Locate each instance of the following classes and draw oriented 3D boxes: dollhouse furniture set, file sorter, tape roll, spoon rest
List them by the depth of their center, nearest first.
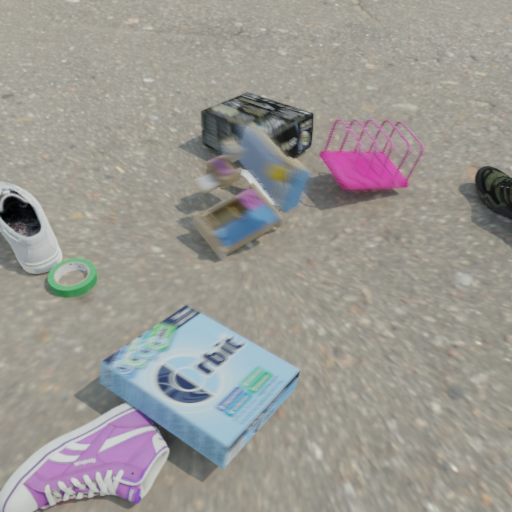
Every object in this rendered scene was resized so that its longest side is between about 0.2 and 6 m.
[{"bbox_3d":[-3.355,0.398,10.247,0.854,0.205,0.854,0,42,0],"label":"tape roll"},{"bbox_3d":[-0.421,-1.420,10.331,1.467,2.248,2.123,-31,70,-24],"label":"dollhouse furniture set"},{"bbox_3d":[2.456,-2.207,11.833,1.692,1.061,1.176,-5,47,-25],"label":"file sorter"},{"bbox_3d":[0.058,-1.476,12.119,1.640,0.497,0.815,23,47,25],"label":"spoon rest"}]

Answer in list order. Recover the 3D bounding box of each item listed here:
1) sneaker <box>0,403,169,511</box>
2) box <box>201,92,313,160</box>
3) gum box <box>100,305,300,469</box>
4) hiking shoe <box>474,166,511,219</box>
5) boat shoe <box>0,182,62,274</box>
[{"bbox_3d":[-2.101,2.838,7.143,2.104,0.763,1.200,-30,53,-29],"label":"sneaker"},{"bbox_3d":[0.025,-3.001,13.314,2.096,0.903,1.716,27,43,30],"label":"box"},{"bbox_3d":[-0.786,1.762,8.146,2.210,0.492,1.877,27,35,22],"label":"gum box"},{"bbox_3d":[5.475,-1.315,11.354,0.949,1.261,2.505,-15,44,-17],"label":"hiking shoe"},{"bbox_3d":[-4.717,-0.816,10.988,1.059,1.008,2.941,-20,46,-21],"label":"boat shoe"}]
